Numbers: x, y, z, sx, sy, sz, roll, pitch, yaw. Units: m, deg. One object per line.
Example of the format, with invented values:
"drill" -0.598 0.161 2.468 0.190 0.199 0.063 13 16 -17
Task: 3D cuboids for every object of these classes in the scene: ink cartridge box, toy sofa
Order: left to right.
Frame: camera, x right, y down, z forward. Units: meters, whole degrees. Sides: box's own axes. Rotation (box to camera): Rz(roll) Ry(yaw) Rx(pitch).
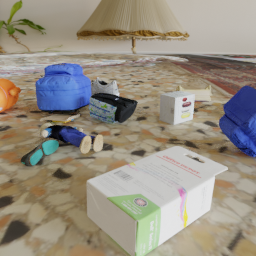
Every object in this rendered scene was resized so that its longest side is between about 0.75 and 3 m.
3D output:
"ink cartridge box" 0.696 1.363 6.018 2.773 0.933 1.624 -16 27 -37
"toy sofa" 3.617 -1.840 15.498 1.866 0.911 0.773 -2 -5 -5

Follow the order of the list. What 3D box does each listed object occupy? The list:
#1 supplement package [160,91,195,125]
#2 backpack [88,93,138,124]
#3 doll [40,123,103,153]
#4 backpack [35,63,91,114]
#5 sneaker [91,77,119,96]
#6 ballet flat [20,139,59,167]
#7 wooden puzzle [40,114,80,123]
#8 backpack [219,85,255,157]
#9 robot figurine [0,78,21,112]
"supplement package" 2.093 -0.891 11.991 1.218 1.165 0.896 -15 25 -36
"backpack" -0.804 -0.881 11.977 1.900 1.461 1.550 29 32 15
"doll" -2.127 0.226 9.448 2.620 0.635 1.787 14 12 39
"backpack" -3.107 -1.829 13.032 2.194 2.265 2.700 -4 18 11
"sneaker" -1.809 -2.294 15.816 2.979 1.221 1.113 8 21 21
"ballet flat" -2.737 0.709 8.594 0.500 0.497 1.461 -3 17 23
"wooden puzzle" -2.853 -0.394 11.866 1.313 0.244 1.214 0 10 15
"backpack" 4.028 -0.023 8.642 2.091 1.755 1.699 36 20 -21
"robot figurine" -6.216 -1.505 13.292 1.854 1.503 2.578 22 18 -5
